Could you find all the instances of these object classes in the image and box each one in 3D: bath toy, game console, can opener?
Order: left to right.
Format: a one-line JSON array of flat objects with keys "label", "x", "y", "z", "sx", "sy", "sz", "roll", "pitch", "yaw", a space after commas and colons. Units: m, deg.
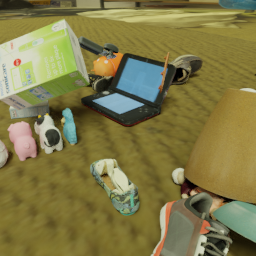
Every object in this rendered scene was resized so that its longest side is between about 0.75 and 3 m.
[{"label": "bath toy", "x": -2.551, "y": 0.208, "z": 7.119, "sx": 2.468, "sy": 0.912, "sz": 1.073, "roll": -19, "pitch": 33, "yaw": -30}, {"label": "can opener", "x": -1.076, "y": -2.861, "z": 9.950, "sx": 1.670, "sy": 0.555, "sz": 0.440, "roll": 11, "pitch": -11, "yaw": -41}, {"label": "game console", "x": -0.074, "y": -1.426, "z": 9.490, "sx": 2.238, "sy": 1.541, "sz": 2.597, "roll": -23, "pitch": 35, "yaw": -37}]

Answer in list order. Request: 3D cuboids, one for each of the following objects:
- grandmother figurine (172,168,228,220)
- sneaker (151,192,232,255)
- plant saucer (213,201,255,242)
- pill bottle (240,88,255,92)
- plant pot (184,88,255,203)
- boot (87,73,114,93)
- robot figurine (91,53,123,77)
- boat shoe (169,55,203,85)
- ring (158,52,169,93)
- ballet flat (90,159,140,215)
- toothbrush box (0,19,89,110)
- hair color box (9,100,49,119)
[{"label": "grandmother figurine", "x": 1.414, "y": 1.260, "z": 5.712, "sx": 0.811, "sy": 0.405, "sz": 1.338, "roll": -10, "pitch": 31, "yaw": -33}, {"label": "sneaker", "x": 0.955, "y": 1.712, "z": 3.918, "sx": 0.916, "sy": 0.973, "sz": 2.377, "roll": 42, "pitch": 24, "yaw": -16}, {"label": "plant saucer", "x": 2.246, "y": 1.516, "z": 4.223, "sx": 1.857, "sy": 0.334, "sz": 1.857, "roll": 19, "pitch": -1, "yaw": 0}, {"label": "pill bottle", "x": 3.324, "y": -0.130, "z": 7.250, "sx": 1.394, "sy": 1.394, "sz": 2.483, "roll": 3, "pitch": 28, "yaw": 6}, {"label": "plant pot", "x": 2.164, "y": 0.220, "z": 5.539, "sx": 1.761, "sy": 1.890, "sz": 1.761, "roll": 10, "pitch": 10, "yaw": -2}, {"label": "boot", "x": -1.372, "y": -1.851, "z": 11.292, "sx": 1.191, "sy": 0.579, "sz": 1.581, "roll": 11, "pitch": 27, "yaw": 18}, {"label": "robot figurine", "x": -0.735, "y": -2.700, "z": 12.362, "sx": 1.094, "sy": 1.350, "sz": 1.876, "roll": -35, "pitch": 0, "yaw": 45}, {"label": "boat shoe", "x": 2.144, "y": -2.309, "z": 11.908, "sx": 2.806, "sy": 1.045, "sz": 1.029, "roll": -23, "pitch": 44, "yaw": -21}, {"label": "ring", "x": 0.869, "y": -1.351, "z": 6.859, "sx": 0.097, "sy": 1.007, "sz": 1.007, "roll": 12, "pitch": 30, "yaw": 6}, {"label": "ballet flat", "x": -0.296, "y": 1.012, "z": 5.907, "sx": 0.687, "sy": 0.687, "sz": 1.851, "roll": -15, "pitch": 32, "yaw": -26}, {"label": "toothbrush box", "x": -2.262, "y": -1.591, "z": 7.258, "sx": 2.118, "sy": 0.912, "sz": 1.542, "roll": -19, "pitch": 72, "yaw": 8}, {"label": "hair color box", "x": -3.239, "y": -0.644, "z": 9.275, "sx": 1.194, "sy": 0.362, "sz": 0.591, "roll": -6, "pitch": 29, "yaw": -13}]
